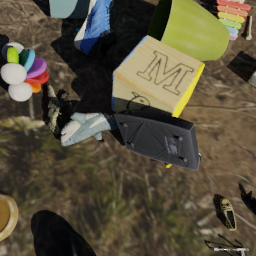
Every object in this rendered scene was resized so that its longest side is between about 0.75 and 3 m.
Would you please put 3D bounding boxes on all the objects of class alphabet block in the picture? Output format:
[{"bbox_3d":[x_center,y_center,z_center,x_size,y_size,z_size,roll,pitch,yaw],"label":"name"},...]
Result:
[{"bbox_3d":[0.991,-1.454,10.166,2.371,2.316,2.328,30,63,12],"label":"alphabet block"}]

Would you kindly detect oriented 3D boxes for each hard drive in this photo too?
[{"bbox_3d":[0.967,0.291,9.237,2.848,1.921,0.603,14,48,36],"label":"hard drive"}]

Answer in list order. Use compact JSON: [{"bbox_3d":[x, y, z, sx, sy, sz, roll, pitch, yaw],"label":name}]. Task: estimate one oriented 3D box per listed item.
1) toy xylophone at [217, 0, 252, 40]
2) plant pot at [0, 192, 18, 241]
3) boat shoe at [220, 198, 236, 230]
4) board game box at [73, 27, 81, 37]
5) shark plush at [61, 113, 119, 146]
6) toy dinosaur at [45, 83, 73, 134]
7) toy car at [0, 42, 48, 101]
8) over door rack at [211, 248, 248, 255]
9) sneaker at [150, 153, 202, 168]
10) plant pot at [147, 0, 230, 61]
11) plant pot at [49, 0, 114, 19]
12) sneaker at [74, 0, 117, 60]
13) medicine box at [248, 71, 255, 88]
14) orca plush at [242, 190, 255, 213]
[{"bbox_3d":[4.783,-4.856,12.571,1.743,0.598,2.381,8,69,3],"label":"toy xylophone"},{"bbox_3d":[-4.678,3.053,9.612,1.720,0.236,1.720,0,69,0],"label":"plant pot"},{"bbox_3d":[3.459,2.939,9.595,0.392,0.338,1.074,-5,68,-2],"label":"boat shoe"},{"bbox_3d":[-2.017,-4.222,12.585,0.773,0.109,0.523,19,69,7],"label":"board game box"},{"bbox_3d":[-1.151,0.021,10.752,2.802,1.273,1.167,-2,88,-23],"label":"shark plush"},{"bbox_3d":[-2.743,-0.973,11.081,1.047,0.564,2.375,-14,65,2],"label":"toy dinosaur"},{"bbox_3d":[-3.892,-2.190,10.756,1.570,2.093,1.832,-9,53,-9],"label":"toy car"},{"bbox_3d":[3.354,4.341,9.009,1.203,0.401,0.889,0,67,0],"label":"over door rack"},{"bbox_3d":[1.688,1.113,10.113,1.844,0.645,0.830,12,62,13],"label":"sneaker"},{"bbox_3d":[2.494,-3.772,11.325,2.836,2.653,2.653,13,68,-14],"label":"plant pot"},{"bbox_3d":[-1.871,-6.535,12.265,2.765,2.707,2.715,7,68,-9],"label":"plant pot"},{"bbox_3d":[-0.933,-4.261,11.525,1.630,1.125,2.931,34,107,12],"label":"sneaker"},{"bbox_3d":[5.822,-2.023,11.401,1.289,0.664,1.174,41,74,14],"label":"medicine box"},{"bbox_3d":[4.769,2.790,9.529,0.844,0.570,1.604,-33,72,-12],"label":"orca plush"}]
